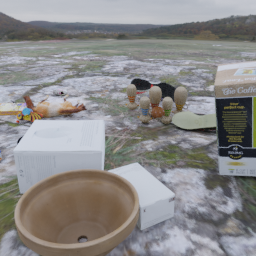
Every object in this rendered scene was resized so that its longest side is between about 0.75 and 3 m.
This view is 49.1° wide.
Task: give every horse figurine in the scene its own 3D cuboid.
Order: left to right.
[{"bbox_3d":[-3.337,-1.004,12.803,2.917,0.728,1.933,-1,27,-8],"label":"horse figurine"}]

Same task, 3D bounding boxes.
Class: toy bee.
[{"bbox_3d":[-4.378,-0.502,11.933,1.387,0.754,0.908,23,-2,20],"label":"toy bee"}]

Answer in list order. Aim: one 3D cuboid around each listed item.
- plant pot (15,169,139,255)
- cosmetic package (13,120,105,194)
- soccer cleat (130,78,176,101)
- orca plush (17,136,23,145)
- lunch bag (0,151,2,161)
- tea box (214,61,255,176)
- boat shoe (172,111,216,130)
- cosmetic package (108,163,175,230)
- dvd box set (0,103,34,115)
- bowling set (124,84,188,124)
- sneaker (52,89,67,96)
[{"bbox_3d":[-0.941,1.853,5.549,2.336,1.078,2.336,1,22,0],"label":"plant pot"},{"bbox_3d":[-1.742,0.724,7.924,2.145,1.319,2.138,-1,23,-2],"label":"cosmetic package"},{"bbox_3d":[1.422,-1.928,14.997,2.719,0.927,0.995,13,-21,1],"label":"soccer cleat"},{"bbox_3d":[-3.296,0.288,10.081,1.353,0.481,0.712,-6,23,-14],"label":"orca plush"},{"bbox_3d":[-4.551,0.942,8.627,0.879,0.415,1.097,15,26,36],"label":"lunch bag"},{"bbox_3d":[3.972,-0.302,7.715,2.883,2.836,1.926,0,28,21],"label":"tea box"},{"bbox_3d":[2.781,-0.244,11.237,2.003,0.733,0.628,2,-13,23],"label":"boat shoe"},{"bbox_3d":[0.262,1.567,6.772,0.950,0.683,1.683,-12,26,-25],"label":"cosmetic package"},{"bbox_3d":[-5.413,-0.904,13.266,1.630,0.240,1.193,-2,23,-5],"label":"dvd box set"},{"bbox_3d":[1.089,-0.694,11.730,2.812,1.509,1.957,6,42,10],"label":"bowling set"},{"bbox_3d":[-3.870,-2.018,15.814,0.837,0.340,0.369,0,20,2],"label":"sneaker"}]
